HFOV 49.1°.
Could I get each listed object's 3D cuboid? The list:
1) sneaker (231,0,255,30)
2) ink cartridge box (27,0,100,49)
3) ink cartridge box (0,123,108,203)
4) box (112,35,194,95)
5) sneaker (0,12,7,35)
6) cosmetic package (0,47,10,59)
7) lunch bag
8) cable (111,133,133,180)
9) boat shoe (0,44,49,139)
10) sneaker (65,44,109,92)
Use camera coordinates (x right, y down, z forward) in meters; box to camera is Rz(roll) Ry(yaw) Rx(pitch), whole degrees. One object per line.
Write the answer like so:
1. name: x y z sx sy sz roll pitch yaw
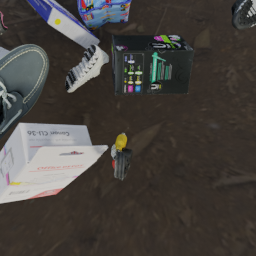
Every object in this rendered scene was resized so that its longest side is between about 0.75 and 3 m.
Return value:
1. sneaker: 2.959 -2.942 7.102 0.625 0.851 1.881 46 61 -14
2. ink cartridge box: -2.089 -3.167 7.471 0.528 2.247 2.220 -50 57 15
3. ink cartridge box: -1.256 0.476 4.243 1.092 1.875 0.633 2 59 -42
4. box: 0.510 -1.566 6.834 1.786 1.110 1.326 -2 33 -5
5. sneaker: -2.165 -1.816 4.412 0.297 0.753 0.359 13 42 37
6. cosmetic package: -3.308 -1.453 5.922 1.718 0.873 0.636 25 34 7
7. lunch bag: -0.940 -4.420 7.620 1.366 2.187 2.905 -15 99 0
8. cable: -0.161 0.509 3.986 0.361 1.436 0.697 12 99 5
9. boat shoe: -2.234 -0.363 4.842 2.745 0.999 0.848 -55 29 -15
10. sneaker: -1.022 -1.362 6.894 1.424 0.577 0.535 -42 54 27
